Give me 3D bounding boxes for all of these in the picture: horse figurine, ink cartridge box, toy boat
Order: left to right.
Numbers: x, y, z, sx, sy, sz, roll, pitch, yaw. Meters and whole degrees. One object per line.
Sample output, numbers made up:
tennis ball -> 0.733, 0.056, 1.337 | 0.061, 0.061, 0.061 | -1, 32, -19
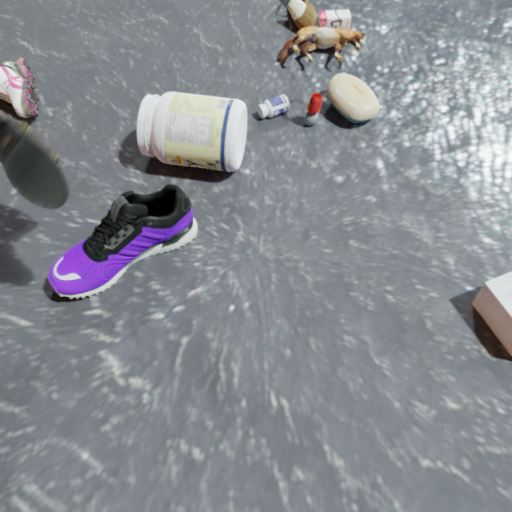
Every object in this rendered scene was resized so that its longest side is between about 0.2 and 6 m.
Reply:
horse figurine -> 1.550, -4.966, 13.078 | 2.135, 0.533, 1.415 | -2, 43, 5
ink cartridge box -> 1.872, -5.603, 13.542 | 0.757, 0.548, 0.319 | -4, 59, -3
toy boat -> 1.728, -3.225, 11.883 | 1.579, 0.734, 1.328 | -18, 61, -21

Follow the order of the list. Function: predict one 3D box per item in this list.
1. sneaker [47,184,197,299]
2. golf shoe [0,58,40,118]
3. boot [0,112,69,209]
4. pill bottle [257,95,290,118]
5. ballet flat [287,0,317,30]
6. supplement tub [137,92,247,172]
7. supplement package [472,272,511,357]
sneaker -> -2.313, -0.415, 9.436 | 2.772, 1.379, 0.964 | -31, 61, -21
golf shoe -> -5.199, -3.511, 12.047 | 0.897, 0.707, 1.948 | -20, 49, -9
boot -> -3.129, -1.424, 7.936 | 0.646, 1.624, 1.866 | -42, 92, 2
pill bottle -> 0.365, -3.173, 11.970 | 0.624, 0.374, 0.374 | -23, 58, -14
ballet flat -> 1.053, -6.211, 13.858 | 0.649, 0.609, 1.795 | 26, 45, -35
supplement tub -> -1.204, -2.406, 10.817 | 1.898, 1.376, 1.376 | 8, 56, 6
supplement package -> 4.159, 0.940, 8.907 | 0.714, 0.705, 1.178 | -19, 57, -13
